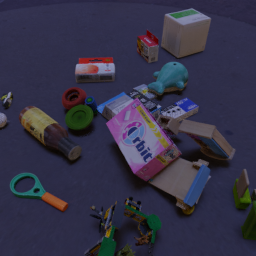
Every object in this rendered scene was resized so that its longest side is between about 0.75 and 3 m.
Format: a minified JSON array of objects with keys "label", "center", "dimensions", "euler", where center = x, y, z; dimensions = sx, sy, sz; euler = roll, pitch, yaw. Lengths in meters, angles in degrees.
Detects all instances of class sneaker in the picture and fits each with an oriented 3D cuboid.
[{"label":"sneaker","center":[-5.025,-1.133,11.502],"dimensions":[0.409,0.360,0.968],"euler":[-7,34,1]}]

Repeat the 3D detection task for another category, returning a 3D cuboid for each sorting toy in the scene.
[{"label":"sorting toy","center":[-1.766,-0.649,10.722],"dimensions":[1.260,0.861,2.098],"euler":[-21,57,0]}]

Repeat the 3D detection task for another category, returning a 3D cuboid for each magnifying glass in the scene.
[{"label":"magnifying glass","center":[-2.626,1.902,8.248],"dimensions":[2.013,0.225,0.801],"euler":[22,47,21]}]

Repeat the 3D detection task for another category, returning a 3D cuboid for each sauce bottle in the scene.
[{"label":"sauce bottle","center":[-2.687,0.162,9.633],"dimensions":[2.741,0.905,0.905],"euler":[32,51,32]}]

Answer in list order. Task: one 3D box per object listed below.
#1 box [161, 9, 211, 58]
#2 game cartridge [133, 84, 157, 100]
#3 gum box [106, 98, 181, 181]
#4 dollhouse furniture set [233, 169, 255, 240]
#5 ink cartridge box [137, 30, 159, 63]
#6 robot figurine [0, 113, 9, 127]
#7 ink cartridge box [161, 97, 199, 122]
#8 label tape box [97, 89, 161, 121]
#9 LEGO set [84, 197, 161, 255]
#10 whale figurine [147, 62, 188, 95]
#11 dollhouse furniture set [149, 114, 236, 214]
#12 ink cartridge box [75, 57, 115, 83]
[{"label":"box","center":[2.943,-4.903,14.463],"dimensions":[1.815,1.824,1.563],"euler":[-21,48,-22]},{"label":"game cartridge","center":[0.760,-1.536,12.022],"dimensions":[0.664,0.202,0.996],"euler":[-23,47,-28]},{"label":"gum box","center":[0.386,0.255,8.657],"dimensions":[1.346,0.784,2.371],"euler":[-40,49,8]},{"label":"dollhouse furniture set","center":[4.320,1.976,7.353],"dimensions":[2.582,1.296,1.692],"euler":[5,43,5]},{"label":"ink cartridge box","center":[0.983,-4.145,14.124],"dimensions":[0.559,1.171,1.334],"euler":[-17,44,-18]},{"label":"robot figurine","center":[-4.945,-0.327,10.422],"dimensions":[0.972,0.549,0.824],"euler":[11,20,11]},{"label":"ink cartridge box","center":[1.952,-0.640,10.923],"dimensions":[1.513,0.334,0.711],"euler":[-25,49,-25]},{"label":"label tape box","center":[-0.045,-0.781,10.766],"dimensions":[1.562,0.721,2.181],"euler":[-31,54,-28]},{"label":"LEGO set","center":[-0.227,2.930,6.681],"dimensions":[1.740,1.311,2.263],"euler":[24,43,-16]},{"label":"whale figurine","center":[1.727,-2.149,12.010],"dimensions":[1.611,1.051,2.025],"euler":[34,50,31]},{"label":"dollhouse furniture set","center":[1.708,1.207,8.774],"dimensions":[2.378,1.644,2.519],"euler":[16,73,48]},{"label":"ink cartridge box","center":[-1.534,-2.983,13.339],"dimensions":[1.786,0.552,2.202],"euler":[-3,45,-3]}]
